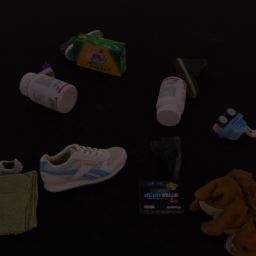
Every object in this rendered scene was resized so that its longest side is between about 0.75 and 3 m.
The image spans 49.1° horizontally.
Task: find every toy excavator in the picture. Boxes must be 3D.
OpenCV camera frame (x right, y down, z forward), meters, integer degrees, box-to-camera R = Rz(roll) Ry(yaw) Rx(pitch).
[{"bbox_3d":[4.465,0.027,11.067,1.743,0.895,1.792,-38,71,-25],"label":"toy excavator"}]

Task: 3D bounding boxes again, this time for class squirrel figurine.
[{"bbox_3d":[3.342,2.551,8.313,2.400,1.698,2.240,-27,61,-18],"label":"squirrel figurine"}]

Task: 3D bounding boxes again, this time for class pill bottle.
[{"bbox_3d":[1.808,-1.120,11.753,1.131,1.131,1.996,10,49,8],"label":"pill bottle"},{"bbox_3d":[-3.434,-1.564,12.050,2.226,1.262,1.262,22,53,18],"label":"pill bottle"}]

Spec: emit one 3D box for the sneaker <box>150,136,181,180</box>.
[{"bbox_3d":[1.356,1.055,10.096,1.142,0.762,1.993,0,42,4],"label":"sneaker"}]

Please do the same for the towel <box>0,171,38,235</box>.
[{"bbox_3d":[-4.145,2.432,8.817,2.695,0.492,1.999,-8,58,3],"label":"towel"}]

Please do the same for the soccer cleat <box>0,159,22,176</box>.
[{"bbox_3d":[-4.584,1.456,9.806,1.648,0.711,0.575,-15,51,-12],"label":"soccer cleat"}]

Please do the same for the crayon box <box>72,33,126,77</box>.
[{"bbox_3d":[-1.349,-3.556,13.619,2.505,1.488,0.730,17,53,15],"label":"crayon box"}]

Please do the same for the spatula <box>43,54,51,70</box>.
[{"bbox_3d":[-4.237,-3.390,14.374,0.377,0.137,1.333,-15,51,-13],"label":"spatula"}]

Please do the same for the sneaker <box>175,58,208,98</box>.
[{"bbox_3d":[3.185,-2.460,12.982,1.409,0.992,2.652,-7,48,-2],"label":"sneaker"}]

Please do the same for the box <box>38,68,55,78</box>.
[{"bbox_3d":[-4.054,-2.405,13.328,0.370,0.444,1.081,35,59,26],"label":"box"}]

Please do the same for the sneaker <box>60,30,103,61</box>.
[{"bbox_3d":[-2.500,-4.572,14.880,1.214,1.032,2.661,32,53,31],"label":"sneaker"}]

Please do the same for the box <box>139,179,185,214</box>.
[{"bbox_3d":[1.094,2.279,9.343,1.421,0.327,1.130,1,49,1],"label":"box"}]

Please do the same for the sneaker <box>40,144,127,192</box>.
[{"bbox_3d":[-1.424,1.150,9.442,2.985,1.205,1.142,-16,29,-19],"label":"sneaker"}]
